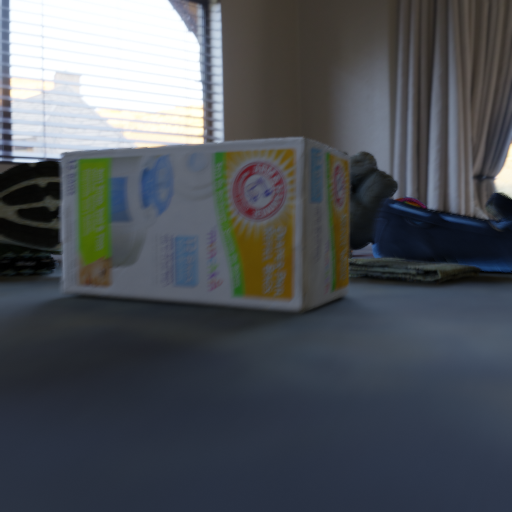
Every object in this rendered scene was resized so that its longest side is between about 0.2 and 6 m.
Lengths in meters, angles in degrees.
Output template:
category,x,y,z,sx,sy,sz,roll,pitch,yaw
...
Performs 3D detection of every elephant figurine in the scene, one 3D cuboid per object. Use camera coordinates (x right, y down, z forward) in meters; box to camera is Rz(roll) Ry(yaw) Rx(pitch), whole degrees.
category,x,y,z,sx,sy,sz,roll,pitch,yaw
elephant figurine,1.544,-0.545,8.485,1.478,1.620,2.088,45,-2,28

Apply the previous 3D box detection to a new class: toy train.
category,x,y,z,sx,sy,sz,roll,pitch,yaw
toy train,-2.383,0.097,5.812,0.606,0.258,0.345,-1,-6,-21

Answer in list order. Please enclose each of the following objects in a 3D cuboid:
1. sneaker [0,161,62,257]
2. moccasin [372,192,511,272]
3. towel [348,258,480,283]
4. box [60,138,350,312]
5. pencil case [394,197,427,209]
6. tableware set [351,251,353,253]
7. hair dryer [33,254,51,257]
category,x,y,z,sx,sy,sz,roll,pitch,yaw
sneaker,-2.774,-0.301,6.272,2.821,1.085,1.250,-4,-19,-15
moccasin,2.664,-0.291,6.219,2.688,0.917,1.082,2,0,13
towel,1.493,0.157,5.571,1.132,0.203,1.176,6,4,39
box,-0.342,-0.225,3.953,1.863,1.048,0.944,3,4,25
pencil case,2.654,-0.537,10.414,1.104,1.104,2.497,0,2,9
tableware set,0.770,-0.197,11.123,2.803,0.325,2.342,1,3,12
hair dryer,-3.656,-0.643,8.649,2.814,1.004,3.694,1,12,13
